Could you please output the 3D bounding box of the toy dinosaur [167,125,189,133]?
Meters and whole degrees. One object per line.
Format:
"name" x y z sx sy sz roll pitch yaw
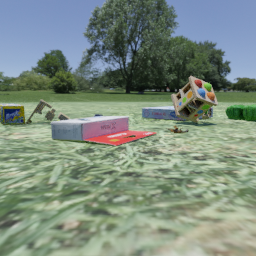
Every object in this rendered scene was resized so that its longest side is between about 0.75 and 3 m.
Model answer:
"toy dinosaur" 1.598 0.086 9.554 0.921 0.278 0.489 10 -13 35

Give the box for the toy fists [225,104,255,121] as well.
"toy fists" 6.118 -0.795 14.389 1.237 0.835 2.427 5 3 -27

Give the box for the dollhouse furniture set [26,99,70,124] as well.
"dollhouse furniture set" -3.615 -0.331 12.648 1.535 1.251 1.460 34 -2 -16

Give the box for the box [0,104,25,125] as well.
"box" -5.595 -0.698 13.288 0.926 0.850 2.643 -4 7 -29

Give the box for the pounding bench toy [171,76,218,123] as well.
"pounding bench toy" 3.325 -1.228 12.715 2.031 1.261 1.584 15 -40 -28

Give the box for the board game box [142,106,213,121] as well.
"board game box" 2.762 -0.860 15.685 2.856 0.588 2.849 -6 9 -42

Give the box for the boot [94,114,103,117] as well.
"boot" -1.416 -0.394 12.295 0.381 0.473 1.047 -6 9 -42

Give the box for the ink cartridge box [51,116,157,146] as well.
"ink cartridge box" -0.643 -0.003 8.644 2.260 0.573 2.565 3 8 30
